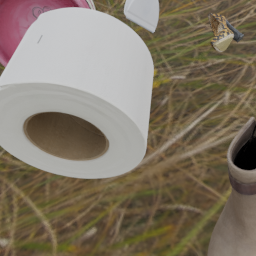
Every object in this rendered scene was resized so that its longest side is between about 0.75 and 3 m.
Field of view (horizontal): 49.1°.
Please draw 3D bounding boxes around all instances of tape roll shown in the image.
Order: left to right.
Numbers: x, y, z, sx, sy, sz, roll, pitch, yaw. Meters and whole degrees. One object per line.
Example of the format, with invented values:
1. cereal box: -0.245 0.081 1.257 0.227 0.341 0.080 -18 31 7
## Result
1. tape roll: -0.724 -0.396 4.097 2.143 2.143 1.472 6 52 4

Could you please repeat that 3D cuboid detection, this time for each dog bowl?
1. dog bowl: -1.619 -1.854 5.290 2.244 2.244 0.827 -13 36 -8

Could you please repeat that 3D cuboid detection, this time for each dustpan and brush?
1. dustpan and brush: 0.431 -3.152 6.694 0.411 1.001 1.435 30 103 50

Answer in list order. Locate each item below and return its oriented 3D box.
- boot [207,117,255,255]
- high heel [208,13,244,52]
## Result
1. boot: 1.780 0.835 3.895 1.025 2.134 2.920 29 83 40
2. high heel: 2.067 -2.351 6.739 1.048 0.525 1.470 46 46 17
